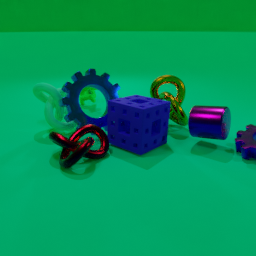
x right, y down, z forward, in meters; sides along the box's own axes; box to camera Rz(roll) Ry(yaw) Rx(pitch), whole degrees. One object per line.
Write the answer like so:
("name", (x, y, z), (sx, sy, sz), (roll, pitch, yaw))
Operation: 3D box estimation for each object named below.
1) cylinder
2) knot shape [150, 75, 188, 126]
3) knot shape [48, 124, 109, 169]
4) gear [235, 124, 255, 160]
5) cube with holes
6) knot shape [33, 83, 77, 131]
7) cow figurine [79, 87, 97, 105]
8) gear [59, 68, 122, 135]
("cylinder", (2.163, -0.151, 7.404), (0.875, 0.875, 0.875), (6, 21, 35))
("knot shape", (1.242, -0.867, 8.812), (0.786, 1.592, 1.701), (-15, 21, -37))
("knot shape", (-1.308, 0.391, 6.871), (1.400, 0.691, 1.496), (12, 24, 26))
("gear", (3.625, 0.317, 7.001), (1.751, 0.324, 1.751), (-13, 22, 5))
("cube with holes", (0.278, -0.148, 7.510), (1.178, 1.178, 1.178), (17, 24, 37))
("knot shape", (-2.129, -0.574, 8.550), (0.772, 1.563, 1.670), (-31, -21, 1))
("cow figurine", (-1.575, -1.474, 10.966), (1.084, 1.066, 0.595), (-11, 44, 9))
("gear", (-0.991, -0.735, 7.972), (1.843, 1.843, 0.341), (-13, -1, -30))
